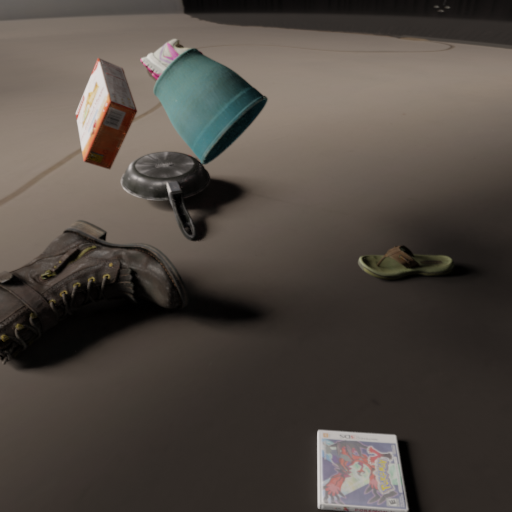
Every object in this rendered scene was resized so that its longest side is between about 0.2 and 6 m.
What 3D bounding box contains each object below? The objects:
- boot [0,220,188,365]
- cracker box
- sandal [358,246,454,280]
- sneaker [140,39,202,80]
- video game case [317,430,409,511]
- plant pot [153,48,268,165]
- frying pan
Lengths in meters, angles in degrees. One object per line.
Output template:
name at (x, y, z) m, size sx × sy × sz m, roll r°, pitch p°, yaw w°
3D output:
boot at (-3.106, 0.789, 9.295) m, size 3.281 × 1.136 × 2.856 m, roll 21°, pitch 44°, yaw 27°
cracker box at (-2.079, -1.960, 7.648) m, size 0.401 × 0.932 × 1.391 m, roll 15°, pitch 33°, yaw -32°
sandal at (2.890, 0.048, 10.852) m, size 1.887 × 0.539 × 0.749 m, roll -4°, pitch 30°, yaw -6°
sneaker at (-1.223, -3.501, 10.947) m, size 2.171 × 0.958 × 0.883 m, roll 41°, pitch 2°, yaw 11°
video game case at (1.264, 2.610, 6.837) m, size 1.021 × 0.129 × 1.120 m, roll 2°, pitch 30°, yaw 4°
plant pot at (-0.886, -2.678, 9.722) m, size 1.505 × 1.601 × 1.601 m, roll 45°, pitch 38°, yaw -2°
frying pan at (-2.293, -1.623, 13.368) m, size 2.209 × 0.594 × 3.651 m, roll 3°, pitch 35°, yaw 2°
